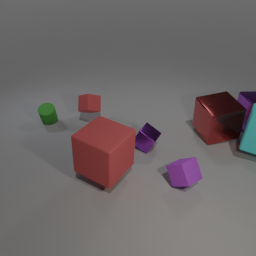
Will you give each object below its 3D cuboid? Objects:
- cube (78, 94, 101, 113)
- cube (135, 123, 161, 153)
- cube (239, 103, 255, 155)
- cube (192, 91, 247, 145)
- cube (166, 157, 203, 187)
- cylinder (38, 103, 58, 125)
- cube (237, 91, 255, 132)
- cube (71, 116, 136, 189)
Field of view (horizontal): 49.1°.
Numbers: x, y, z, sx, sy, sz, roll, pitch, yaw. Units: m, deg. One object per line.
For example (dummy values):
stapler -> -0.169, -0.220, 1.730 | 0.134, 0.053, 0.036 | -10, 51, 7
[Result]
cube -> -1.645, -1.041, 11.972 | 0.700, 0.700, 0.700 | -4, -5, 44
cube -> 0.686, 0.365, 10.381 | 0.700, 0.700, 0.700 | 37, 40, 6
cube -> 4.879, 0.124, 9.814 | 1.400, 1.400, 1.400 | 19, 26, 19
cube -> 3.510, -0.405, 10.965 | 1.400, 1.400, 1.400 | -11, 39, -10
cube -> 1.736, 1.358, 8.642 | 0.700, 0.700, 0.700 | -18, 1, -38
cylinder -> -3.431, -0.608, 12.008 | 0.700, 0.700, 0.700 | 0, 56, -1
cube -> 5.363, -0.599, 11.474 | 1.400, 1.400, 1.400 | -2, 31, -7
cube -> -0.723, 0.696, 8.584 | 1.400, 1.400, 1.400 | 21, 38, 25
